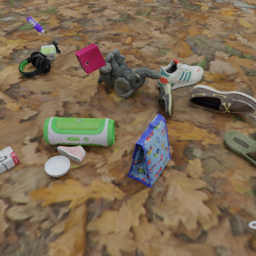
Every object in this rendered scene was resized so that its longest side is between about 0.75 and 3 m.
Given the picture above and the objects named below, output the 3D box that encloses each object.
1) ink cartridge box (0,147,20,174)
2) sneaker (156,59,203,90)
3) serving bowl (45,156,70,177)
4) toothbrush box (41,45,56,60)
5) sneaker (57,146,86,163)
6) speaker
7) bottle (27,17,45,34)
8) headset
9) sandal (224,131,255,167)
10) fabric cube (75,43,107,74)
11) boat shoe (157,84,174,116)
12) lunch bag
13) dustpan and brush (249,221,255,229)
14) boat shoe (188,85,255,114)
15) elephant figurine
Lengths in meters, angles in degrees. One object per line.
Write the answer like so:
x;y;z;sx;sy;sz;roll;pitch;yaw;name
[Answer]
-4.468;1.173;9.989;0.922;0.384;0.669;-32;51;-30;ink cartridge box
2.628;-2.756;13.650;2.723;1.273;0.959;-19;45;-19;sneaker
-2.452;1.395;9.821;0.871;0.286;0.871;0;42;0;serving bowl
-4.526;-4.277;15.939;0.760;0.449;1.044;-8;44;-7;toothbrush box
-2.046;0.853;10.332;1.062;0.400;0.555;23;51;14;sneaker
-1.806;0.130;10.627;2.556;1.130;1.130;1;42;2;speaker
-4.068;-4.519;12.393;0.858;0.358;0.280;43;85;-3;bottle
-4.640;-3.601;14.697;2.398;1.127;1.481;-33;52;-17;headset
4.799;0.832;10.044;2.853;0.814;1.133;31;50;29;sandal
-1.418;-2.608;10.566;0.816;0.803;0.819;-29;29;-7;fabric cube
1.646;-1.246;12.466;0.685;0.745;2.085;-5;41;9;boat shoe
0.774;0.659;9.304;0.970;2.061;1.552;23;47;23;lunch bag
4.689;2.818;7.854;2.463;0.705;1.719;-5;54;15;dustpan and brush
4.039;-1.083;12.055;2.856;1.026;0.850;20;52;25;boat shoe
-0.037;-2.295;13.017;2.521;1.956;1.784;36;86;2;elephant figurine
